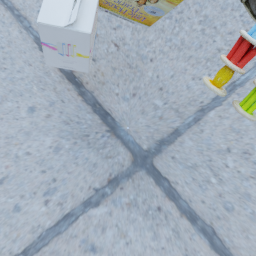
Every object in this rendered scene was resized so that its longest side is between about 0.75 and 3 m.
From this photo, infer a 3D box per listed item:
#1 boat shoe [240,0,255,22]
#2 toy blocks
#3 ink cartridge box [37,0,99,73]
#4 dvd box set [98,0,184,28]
[{"bbox_3d":[3.014,-3.337,6.948,0.491,0.545,1.510,-43,106,-32],"label":"boat shoe"},{"bbox_3d":[2.579,-1.207,5.555,1.453,1.743,0.633,42,33,11],"label":"toy blocks"},{"bbox_3d":[-1.513,-2.636,7.367,1.289,2.058,1.323,9,68,-6],"label":"ink cartridge box"},{"bbox_3d":[0.399,-3.516,6.953,2.019,2.759,0.406,12,79,-27],"label":"dvd box set"}]
